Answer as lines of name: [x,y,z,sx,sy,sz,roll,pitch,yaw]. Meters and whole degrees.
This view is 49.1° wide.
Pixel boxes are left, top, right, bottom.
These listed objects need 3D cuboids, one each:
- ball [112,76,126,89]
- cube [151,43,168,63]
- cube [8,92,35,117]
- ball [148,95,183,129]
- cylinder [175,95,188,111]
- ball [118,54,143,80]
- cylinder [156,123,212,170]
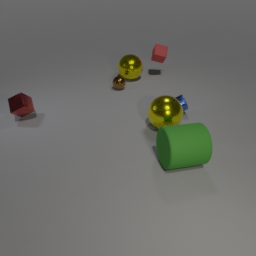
ball: [-0.462,-2.357,14.554,0.700,0.700,0.700,0,32,0]
cube: [1.742,-4.117,15.473,0.700,0.700,0.700,12,73,-8]
cube: [-4.469,-0.957,11.729,0.700,0.700,0.700,-23,71,13]
ball: [1.494,-0.608,11.179,1.400,1.400,1.400,0,32,0]
cylinder: [2.169,-0.999,12.220,0.700,0.700,0.700,-25,33,6]
ball: [0.131,-3.373,15.522,1.400,1.400,1.400,0,32,0]
cylinder: [1.804,0.581,9.211,1.400,1.400,1.400,-6,33,-13]
